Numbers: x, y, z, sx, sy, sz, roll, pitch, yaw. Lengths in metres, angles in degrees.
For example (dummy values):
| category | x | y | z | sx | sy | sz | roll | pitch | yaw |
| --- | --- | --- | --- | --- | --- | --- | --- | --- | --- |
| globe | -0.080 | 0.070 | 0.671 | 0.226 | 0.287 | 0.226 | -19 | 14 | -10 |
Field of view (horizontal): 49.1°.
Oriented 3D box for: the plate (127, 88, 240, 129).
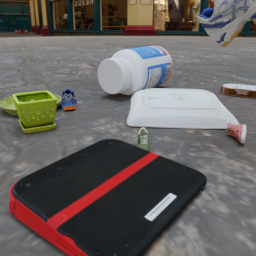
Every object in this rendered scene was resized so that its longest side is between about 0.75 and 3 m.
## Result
| category | x | y | z | sx | sy | sz | roll | pitch | yaw |
| --- | --- | --- | --- | --- | --- | --- | --- | --- | --- |
| plate | 1.502 | -0.716 | 8.404 | 2.934 | 0.474 | 2.928 | 1 | 22 | 4 |

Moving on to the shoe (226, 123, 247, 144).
| category | x | y | z | sx | sy | sz | roll | pitch | yaw |
| --- | --- | --- | --- | --- | --- | --- | --- | --- | --- |
| shoe | 2.510 | 0.116 | 6.511 | 0.429 | 0.337 | 0.943 | 7 | 17 | 20 |

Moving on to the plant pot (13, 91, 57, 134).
| category | x | y | z | sx | sy | sz | roll | pitch | yaw |
| --- | --- | --- | --- | --- | --- | --- | --- | --- | --- |
| plant pot | -2.327 | -0.399 | 7.076 | 0.929 | 0.848 | 0.934 | -10 | 24 | -26 |

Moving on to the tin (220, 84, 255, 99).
| category | x | y | z | sx | sy | sz | roll | pitch | yaw |
| --- | --- | --- | --- | --- | --- | --- | --- | --- | --- |
| tin | 4.254 | -1.376 | 10.317 | 1.643 | 0.344 | 0.920 | 11 | 20 | 26 |

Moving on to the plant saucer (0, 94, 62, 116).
| category | x | y | z | sx | sy | sz | roll | pitch | yaw |
| --- | --- | --- | --- | --- | --- | --- | --- | --- | --- |
| plant saucer | -2.984 | -0.724 | 8.675 | 1.837 | 0.285 | 1.837 | 1 | 21 | 0 |

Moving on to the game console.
| category | x | y | z | sx | sy | sz | roll | pitch | yaw |
| --- | --- | --- | --- | --- | --- | --- | --- | --- | --- |
| game console | -0.267 | 0.958 | 4.399 | 2.235 | 0.392 | 2.527 | 21 | 30 | 32 |

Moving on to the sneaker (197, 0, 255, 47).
| category | x | y | z | sx | sy | sz | roll | pitch | yaw |
| --- | --- | --- | --- | --- | --- | --- | --- | --- | --- |
| sneaker | 2.164 | -2.552 | 5.403 | 0.992 | 2.250 | 0.847 | 41 | 59 | -1 |

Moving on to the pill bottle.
| category | x | y | z | sx | sy | sz | roll | pitch | yaw |
| --- | --- | --- | --- | --- | --- | --- | --- | --- | --- |
| pill bottle | 0.281 | -2.140 | 10.421 | 1.631 | 1.631 | 2.906 | 16 | 26 | 35 |

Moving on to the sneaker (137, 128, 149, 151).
| category | x | y | z | sx | sy | sz | roll | pitch | yaw |
| --- | --- | --- | --- | --- | --- | --- | --- | --- | --- |
| sneaker | 0.323 | 0.251 | 6.089 | 0.267 | 0.358 | 0.796 | 0 | 22 | 1 |

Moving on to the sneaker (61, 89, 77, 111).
| category | x | y | z | sx | sy | sz | roll | pitch | yaw |
| --- | --- | --- | --- | --- | --- | --- | --- | --- | --- |
| sneaker | -1.890 | -1.008 | 9.010 | 0.540 | 0.562 | 1.433 | -5 | 22 | -16 |
